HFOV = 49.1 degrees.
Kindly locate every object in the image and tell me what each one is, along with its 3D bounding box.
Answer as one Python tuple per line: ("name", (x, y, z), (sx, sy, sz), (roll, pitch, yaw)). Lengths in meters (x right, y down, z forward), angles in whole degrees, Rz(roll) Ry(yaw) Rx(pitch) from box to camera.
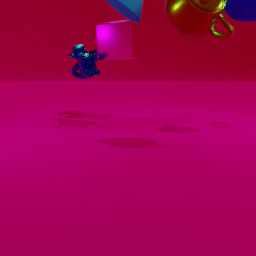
("knot shape", (-1.712, -2.623, 11.352), (0.724, 1.566, 1.466), (39, 12, 2))
("cube", (-0.340, -3.038, 9.887), (1.230, 1.230, 1.230), (0, 15, 14))
("cow figurine", (-1.462, -2.203, 9.333), (0.625, 1.139, 1.121), (-26, 22, -33))
("cone", (0.169, -3.938, 7.980), (1.275, 1.280, 1.275), (34, 8, -5))
("cone", (3.135, -3.626, 7.100), (1.249, 1.253, 1.249), (9, -19, 3))
("teapot", (1.305, -2.442, 5.374), (1.174, 1.887, 0.924), (-40, -2, -21))
